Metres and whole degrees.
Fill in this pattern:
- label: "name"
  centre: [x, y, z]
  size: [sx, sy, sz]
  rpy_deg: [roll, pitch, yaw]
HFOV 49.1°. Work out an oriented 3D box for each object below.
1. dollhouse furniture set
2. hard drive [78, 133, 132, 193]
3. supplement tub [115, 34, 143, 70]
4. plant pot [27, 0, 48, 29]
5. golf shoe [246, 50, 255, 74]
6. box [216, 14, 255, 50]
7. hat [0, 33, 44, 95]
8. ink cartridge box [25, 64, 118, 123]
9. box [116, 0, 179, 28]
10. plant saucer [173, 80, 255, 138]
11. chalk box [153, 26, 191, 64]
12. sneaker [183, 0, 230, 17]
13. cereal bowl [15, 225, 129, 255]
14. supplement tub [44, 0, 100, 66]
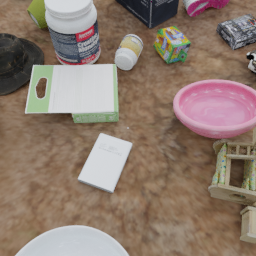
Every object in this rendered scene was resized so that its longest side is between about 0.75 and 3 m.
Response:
- label: "dollhouse furniture set"
  centre: [2.730, 1.169, 6.603]
  size: [1.302, 2.071, 2.341]
  rpy_deg: [12, 58, 8]
- label: "hard drive"
  centre: [-0.611, 0.943, 7.836]
  size: [1.010, 0.201, 1.531]
  rpy_deg: [18, 60, 10]
- label: "supplement tub"
  centre: [0.019, -2.606, 9.669]
  size: [0.775, 0.775, 1.073]
  rpy_deg: [16, 59, 10]
- label: "plant pot"
  centre: [-2.859, -4.551, 10.555]
  size: [1.683, 1.575, 1.575]
  rpy_deg: [-41, 66, -10]
- label: "golf shoe"
  centre: [4.532, -1.924, 9.397]
  size: [0.869, 0.715, 1.840]
  rpy_deg: [-10, 54, 10]
- label: "box"
  centre: [4.285, -3.639, 10.536]
  size: [1.492, 0.371, 1.176]
  rpy_deg: [-22, 61, -13]
- label: "hat"
  centre: [-4.244, -2.427, 9.386]
  size: [2.686, 1.083, 2.686]
  rpy_deg: [0, 59, 0]
- label: "ink cartridge box"
  centre: [-1.667, -1.115, 8.830]
  size: [2.694, 0.646, 1.960]
  rpy_deg: [-2, 59, -1]
- label: "box"
  centre: [0.655, -5.645, 10.527]
  size: [1.554, 2.465, 2.507]
  rpy_deg: [-33, 64, -18]
- label: "plant saucer"
  centre: [2.527, -0.521, 7.946]
  size: [2.452, 0.622, 2.452]
  rpy_deg: [-5, 39, 4]
- label: "chalk box"
  centre: [1.582, -2.792, 9.708]
  size: [0.772, 0.777, 1.246]
  rpy_deg: [-20, 62, -24]
- label: "sneaker"
  centre: [3.226, -5.392, 11.270]
  size: [2.353, 0.957, 1.038]
  rpy_deg: [-21, 63, -13]
- label: "cereal bowl"
  centre: [-1.148, 3.552, 5.596]
  size: [2.870, 1.195, 2.870]
  rpy_deg: [0, 53, 0]
- label: "supplement tub"
  centre: [-1.766, -3.236, 9.180]
  size: [1.584, 2.257, 1.584]
  rpy_deg: [0, 59, 0]
